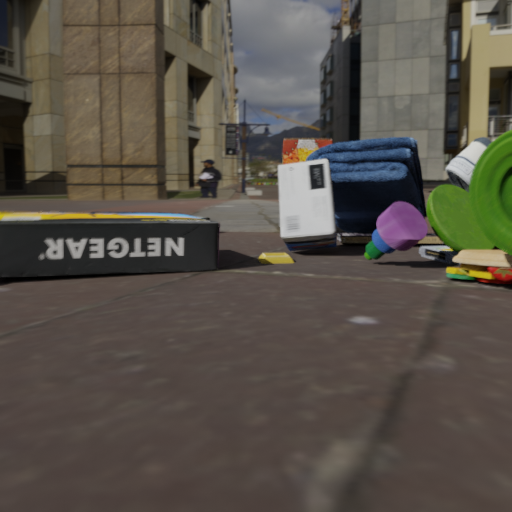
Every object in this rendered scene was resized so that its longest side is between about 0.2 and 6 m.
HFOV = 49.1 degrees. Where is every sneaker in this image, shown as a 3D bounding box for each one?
[{"bbox_3d":[5.370,-1.499,12.827,1.178,1.142,3.225,48,7,37],"label":"sneaker"}]

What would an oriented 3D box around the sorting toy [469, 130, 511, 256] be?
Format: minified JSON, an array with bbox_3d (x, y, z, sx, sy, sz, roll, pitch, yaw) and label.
[{"bbox_3d":[3.497,-0.312,5.408,1.102,1.612,2.684,-17,37,-40],"label":"sorting toy"}]

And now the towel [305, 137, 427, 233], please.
[{"bbox_3d":[2.485,-1.358,12.088,2.174,0.945,3.894,1,-13,20],"label":"towel"}]

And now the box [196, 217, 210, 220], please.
[{"bbox_3d":[-2.493,-0.746,13.907,2.051,0.487,1.980,4,10,24],"label":"box"}]

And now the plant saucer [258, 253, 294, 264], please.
[{"bbox_3d":[0.317,0.033,9.040,0.526,0.128,0.526,0,7,-8],"label":"plant saucer"}]

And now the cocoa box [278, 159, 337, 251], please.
[{"bbox_3d":[0.915,-0.867,9.907,0.914,1.371,0.900,-5,-16,10],"label":"cocoa box"}]

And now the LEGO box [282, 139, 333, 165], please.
[{"bbox_3d":[1.450,-1.832,14.958,1.215,2.345,3.148,2,8,9],"label":"LEGO box"}]

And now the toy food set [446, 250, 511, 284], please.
[{"bbox_3d":[3.237,0.140,6.981,1.539,0.374,1.523,0,4,-22],"label":"toy food set"}]

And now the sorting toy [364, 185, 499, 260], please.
[{"bbox_3d":[3.174,-0.327,9.191,3.647,1.264,1.256,-6,-26,-32],"label":"sorting toy"}]

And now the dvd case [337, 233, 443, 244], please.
[{"bbox_3d":[2.866,-0.368,11.855,2.217,0.177,1.648,0,4,6],"label":"dvd case"}]

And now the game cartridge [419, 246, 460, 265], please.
[{"bbox_3d":[3.268,-0.021,9.205,0.745,0.226,1.117,3,7,-11],"label":"game cartridge"}]

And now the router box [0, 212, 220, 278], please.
[{"bbox_3d":[-2.303,-0.239,8.410,3.010,0.769,2.245,-2,8,-23],"label":"router box"}]
